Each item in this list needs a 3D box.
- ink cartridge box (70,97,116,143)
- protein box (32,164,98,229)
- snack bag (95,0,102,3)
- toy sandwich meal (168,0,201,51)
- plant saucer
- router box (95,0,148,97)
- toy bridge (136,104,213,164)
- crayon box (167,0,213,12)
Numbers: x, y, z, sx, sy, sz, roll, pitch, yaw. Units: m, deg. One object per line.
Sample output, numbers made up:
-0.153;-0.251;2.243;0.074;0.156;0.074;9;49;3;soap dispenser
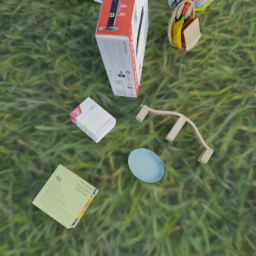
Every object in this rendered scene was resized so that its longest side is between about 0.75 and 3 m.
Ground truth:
-0.991;-0.222;7.925;1.060;0.442;0.769;40;66;12;ink cartridge box
-1.560;1.751;7.193;1.132;0.769;1.140;32;76;9;protein box
-1.572;-5.359;9.201;2.033;0.218;1.917;18;72;-26;snack bag
1.721;-3.001;8.302;0.515;1.504;1.504;30;74;29;toy sandwich meal
0.472;1.020;7.551;1.039;0.142;1.039;14;48;-16;plant saucer
-0.010;-2.631;7.375;0.726;2.973;2.668;7;73;8;router box
1.346;0.011;7.850;2.371;0.323;0.797;35;80;5;toy bridge
2.155;-4.123;8.387;1.342;1.555;0.453;-16;85;-25;crayon box
